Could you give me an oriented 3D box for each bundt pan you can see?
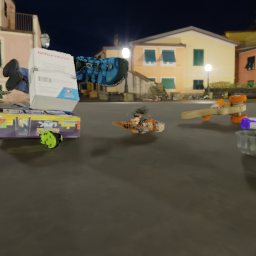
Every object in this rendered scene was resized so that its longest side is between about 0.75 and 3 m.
[{"bbox_3d":[2.657,0.315,5.438,1.108,0.416,1.108,0,7,0],"label":"bundt pan"}]

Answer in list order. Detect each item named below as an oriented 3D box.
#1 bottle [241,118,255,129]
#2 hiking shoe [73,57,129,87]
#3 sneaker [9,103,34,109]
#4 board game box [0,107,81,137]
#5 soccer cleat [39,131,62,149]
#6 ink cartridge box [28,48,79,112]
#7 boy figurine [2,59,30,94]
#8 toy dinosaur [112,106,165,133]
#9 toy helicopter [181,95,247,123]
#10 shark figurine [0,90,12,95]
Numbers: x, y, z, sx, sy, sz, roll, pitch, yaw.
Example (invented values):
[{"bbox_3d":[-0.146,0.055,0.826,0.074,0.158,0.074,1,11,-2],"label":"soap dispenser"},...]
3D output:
[{"bbox_3d":[4.534,-0.154,9.555,1.215,0.397,0.508,0,7,1],"label":"bottle"},{"bbox_3d":[-1.125,-1.851,9.126,2.610,0.971,1.131,4,1,43],"label":"hiking shoe"},{"bbox_3d":[-5.016,-0.670,12.537,2.162,0.804,0.946,6,14,37],"label":"sneaker"},{"bbox_3d":[-2.612,-0.169,7.960,2.153,0.611,1.780,1,10,-24],"label":"board game box"},{"bbox_3d":[-1.685,0.233,6.346,0.467,0.389,1.153,-3,4,-28],"label":"soccer cleat"},{"bbox_3d":[-2.067,-1.306,7.688,1.155,1.577,0.677,5,-33,-30],"label":"ink cartridge box"},{"bbox_3d":[-3.087,-1.514,10.327,0.921,1.777,2.859,-32,-24,27],"label":"boy figurine"},{"bbox_3d":[0.338,-0.174,8.649,1.561,0.797,1.060,21,25,3],"label":"toy dinosaur"},{"bbox_3d":[3.738,-0.784,12.468,2.829,1.116,1.871,-8,10,0],"label":"toy helicopter"},{"bbox_3d":[-5.363,-0.569,10.724,0.884,2.119,1.266,36,-41,-20],"label":"shark figurine"}]
